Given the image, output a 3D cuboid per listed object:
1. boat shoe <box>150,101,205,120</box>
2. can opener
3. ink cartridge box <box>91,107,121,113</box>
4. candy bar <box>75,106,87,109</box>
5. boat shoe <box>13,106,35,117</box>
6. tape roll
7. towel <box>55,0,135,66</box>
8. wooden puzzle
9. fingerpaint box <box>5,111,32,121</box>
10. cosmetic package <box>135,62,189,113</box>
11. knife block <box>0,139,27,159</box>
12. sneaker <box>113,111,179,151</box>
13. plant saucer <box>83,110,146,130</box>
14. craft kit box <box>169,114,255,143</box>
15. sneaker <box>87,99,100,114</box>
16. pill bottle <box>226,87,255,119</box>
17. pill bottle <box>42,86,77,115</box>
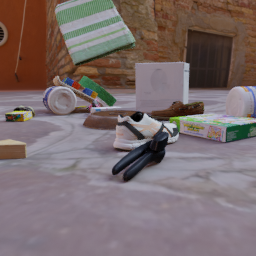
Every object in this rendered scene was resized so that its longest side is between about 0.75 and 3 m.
[{"bbox_3d":[2.135,-0.790,12.158,2.422,0.823,0.871,-2,10,-13],"label":"boat shoe"},{"bbox_3d":[0.241,0.543,5.428,0.547,0.678,1.725,16,26,31],"label":"can opener"},{"bbox_3d":[-1.007,-0.735,12.971,1.282,0.435,0.738,-5,10,-24],"label":"ink cartridge box"},{"bbox_3d":[-2.895,-1.273,17.069,0.246,0.109,0.988,7,13,38],"label":"candy bar"},{"bbox_3d":[-4.813,-0.725,12.989,1.421,0.520,0.460,9,27,42],"label":"boat shoe"},{"bbox_3d":[-1.835,-2.195,17.006,2.476,0.595,2.476,35,0,0],"label":"tape roll"},{"bbox_3d":[-1.080,-3.087,8.465,1.906,2.498,0.292,-21,-25,-8],"label":"towel"},{"bbox_3d":[-2.711,-2.040,15.423,2.854,0.661,2.643,32,-5,-19],"label":"wooden puzzle"},{"bbox_3d":[-4.626,-0.502,11.916,0.780,0.343,0.935,-1,10,2],"label":"fingerpaint box"},{"bbox_3d":[1.794,-2.077,14.592,2.512,2.520,1.549,4,10,21],"label":"cosmetic package"},{"bbox_3d":[-2.877,0.506,6.151,1.030,0.330,0.904,8,13,36],"label":"knife block"},{"bbox_3d":[0.599,0.001,7.449,0.839,0.911,2.277,7,11,44],"label":"sneaker"},{"bbox_3d":[-0.378,-0.368,10.870,2.736,0.471,2.736,0,11,0],"label":"plant saucer"},{"bbox_3d":[2.905,-0.073,9.078,2.245,0.545,2.217,-7,9,-36],"label":"craft kit box"},{"bbox_3d":[-1.689,-0.987,13.680,0.659,0.546,1.381,-8,-16,-3],"label":"sneaker"},{"bbox_3d":[5.147,-0.800,10.336,2.632,1.475,1.475,-1,10,-5],"label":"pill bottle"},{"bbox_3d":[-3.640,-1.463,14.467,1.373,1.373,2.475,-5,11,-26],"label":"pill bottle"}]
